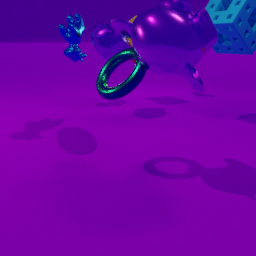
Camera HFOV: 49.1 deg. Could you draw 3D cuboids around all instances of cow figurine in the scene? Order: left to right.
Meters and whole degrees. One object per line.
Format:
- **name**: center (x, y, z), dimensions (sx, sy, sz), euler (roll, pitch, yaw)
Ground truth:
- **cow figurine**: center (-1.831, -3.062, 9.703), dimensions (0.755, 1.354, 1.376), euler (0, 47, 25)

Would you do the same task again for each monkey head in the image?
- **monkey head**: center (0.649, -1.249, 4.346), dimensions (1.109, 1.325, 1.841), euler (-45, 70, -9)

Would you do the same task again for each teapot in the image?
- **teapot**: center (-0.392, -2.598, 8.477), dimensions (2.029, 0.994, 1.262), euler (16, 41, -58)

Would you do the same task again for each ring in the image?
- **ring**: center (-0.121, -0.938, 4.806), dimensions (1.061, 1.061, 0.212), euler (22, -14, 48)

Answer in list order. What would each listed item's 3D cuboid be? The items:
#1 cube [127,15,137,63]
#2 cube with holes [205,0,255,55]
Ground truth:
- **cube**: center (0.298, -3.187, 10.175), dimensions (1.015, 1.015, 1.015), euler (-41, 72, -11)
- **cube with holes**: center (2.855, -2.864, 7.514), dimensions (1.224, 1.224, 1.224), euler (36, -6, -36)
